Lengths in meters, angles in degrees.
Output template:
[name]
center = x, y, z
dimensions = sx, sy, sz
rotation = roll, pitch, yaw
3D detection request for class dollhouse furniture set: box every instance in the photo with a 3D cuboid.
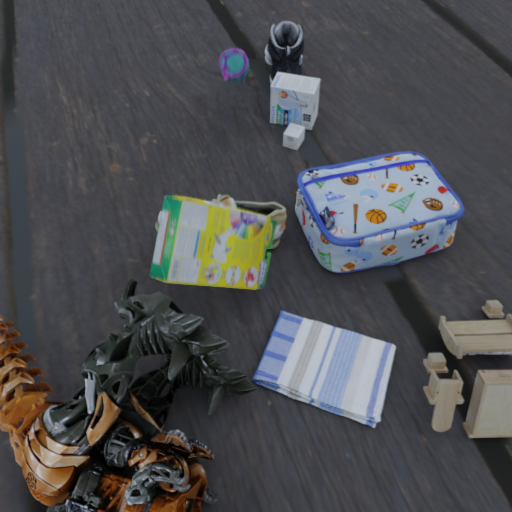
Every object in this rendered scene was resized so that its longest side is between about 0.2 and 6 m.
[dollhouse furniture set]
center = 3.741, 1.936, 10.037
dimensions = 2.096, 1.200, 2.457
rotation = 0, 27, -2

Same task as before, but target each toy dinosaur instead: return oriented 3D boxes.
[toy dinosaur]
center = -2.116, 2.563, 8.218
dimensions = 5.724, 2.924, 3.885
rotation = 39, 75, 3

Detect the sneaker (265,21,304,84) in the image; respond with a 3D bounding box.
[sneaker]
center = 0.831, -5.939, 15.708
dimensions = 1.088, 1.641, 2.883
rotation = -2, 50, -2

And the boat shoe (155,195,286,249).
[boat shoe]
center = -0.672, -0.787, 11.406
dimensions = 2.684, 0.918, 1.003
rotation = 1, 41, -24

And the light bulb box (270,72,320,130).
[light bulb box]
center = 0.987, -3.982, 14.423
dimensions = 1.147, 1.137, 0.716
rotation = 13, 51, 12

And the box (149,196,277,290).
[box]
center = -0.644, -0.176, 10.043
dimensions = 2.470, 1.449, 0.597
rotation = 9, 4, -45

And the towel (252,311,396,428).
[towel]
center = 1.262, 1.946, 10.098
dimensions = 2.318, 0.276, 1.702
rotation = 17, 52, 14

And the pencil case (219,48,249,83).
[pencil case]
center = -0.525, -4.516, 13.378
dimensions = 0.667, 1.568, 0.725
rotation = 39, 99, -8

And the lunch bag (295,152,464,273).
[lunch bag]
center = 2.456, -1.070, 11.992
dimensions = 3.289, 1.243, 2.636
rotation = -10, 50, -10

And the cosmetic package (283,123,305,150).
[cosmetic package]
center = 0.951, -3.005, 14.095
dimensions = 0.406, 0.404, 0.485
rotation = 20, 54, 16
